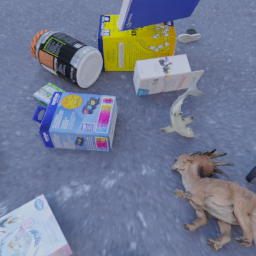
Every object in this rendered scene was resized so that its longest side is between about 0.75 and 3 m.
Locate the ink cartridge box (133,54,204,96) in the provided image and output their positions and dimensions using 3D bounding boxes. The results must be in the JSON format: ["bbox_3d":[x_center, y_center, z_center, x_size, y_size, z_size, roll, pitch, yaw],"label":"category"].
[{"bbox_3d":[1.252,-1.713,9.041,2.026,1.166,0.687,-9,72,-8],"label":"ink cartridge box"}]

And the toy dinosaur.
[{"bbox_3d":[2.224,1.572,6.536,2.957,1.269,2.004,33,52,17],"label":"toy dinosaur"}]

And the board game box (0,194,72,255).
[{"bbox_3d":[-2.306,2.442,5.918,1.753,0.382,1.761,-28,34,-19],"label":"board game box"}]

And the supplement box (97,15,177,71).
[{"bbox_3d":[0.282,-3.028,10.003,2.621,1.435,1.427,0,51,-1],"label":"supplement box"}]

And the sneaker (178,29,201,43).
[{"bbox_3d":[2.383,-3.748,11.308,0.999,0.353,0.496,-12,50,-16],"label":"sneaker"}]

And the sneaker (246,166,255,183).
[{"bbox_3d":[3.982,1.080,7.223,1.928,0.717,0.844,-24,60,-19],"label":"sneaker"}]

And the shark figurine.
[{"bbox_3d":[1.411,-0.539,7.760,1.101,1.843,0.769,-2,41,-2],"label":"shark figurine"}]

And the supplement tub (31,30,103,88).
[{"bbox_3d":[-2.115,-2.415,9.544,2.278,1.396,1.396,31,58,21],"label":"supplement tub"}]

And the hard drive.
[{"bbox_3d":[1.109,-3.906,8.602,2.715,1.791,0.344,-20,74,-21],"label":"hard drive"}]

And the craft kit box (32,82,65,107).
[{"bbox_3d":[-2.599,-1.098,9.283,0.789,0.191,0.779,31,60,22],"label":"craft kit box"}]

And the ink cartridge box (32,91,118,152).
[{"bbox_3d":[-1.540,-0.207,8.145,2.292,0.875,1.564,4,51,5],"label":"ink cartridge box"}]
